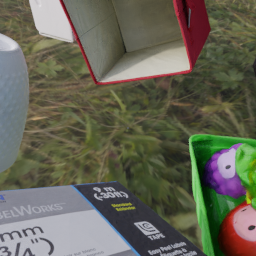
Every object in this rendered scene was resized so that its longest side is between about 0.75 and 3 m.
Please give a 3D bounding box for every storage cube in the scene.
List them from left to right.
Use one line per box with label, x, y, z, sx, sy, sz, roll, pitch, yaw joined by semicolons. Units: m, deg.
storage cube;0.232;-1.936;4.596;1.969;1.683;1.770;-2;36;30

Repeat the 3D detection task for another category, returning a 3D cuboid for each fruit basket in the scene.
fruit basket;1.501;0.614;2.957;1.489;2.064;2.064;5;53;0

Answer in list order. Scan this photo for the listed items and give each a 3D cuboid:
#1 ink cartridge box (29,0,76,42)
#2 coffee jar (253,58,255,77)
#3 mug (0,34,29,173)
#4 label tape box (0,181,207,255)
ink cartridge box;-0.917;-3.296;6.192;1.074;1.859;2.556;22;47;25
coffee jar;2.989;-0.793;3.912;1.266;1.036;2.428;19;11;-21
mug;-2.447;-0.399;4.001;1.595;1.894;2.161;31;25;18
label tape box;-0.534;0.856;1.979;1.497;0.657;2.076;4;17;-40
